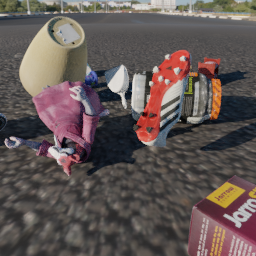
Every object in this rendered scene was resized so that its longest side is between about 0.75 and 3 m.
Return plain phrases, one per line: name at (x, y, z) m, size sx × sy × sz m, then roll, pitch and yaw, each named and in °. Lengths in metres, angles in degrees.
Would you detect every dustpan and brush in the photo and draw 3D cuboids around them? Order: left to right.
dustpan and brush at (-0.277, -1.346, 9.562) m, size 0.976 × 1.398 × 0.400 m, roll -10°, pitch -3°, yaw 43°

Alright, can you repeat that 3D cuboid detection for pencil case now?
pencil case at (-2.170, -2.003, 11.853) m, size 1.751 × 0.683 × 0.761 m, roll -13°, pitch 51°, yaw -28°

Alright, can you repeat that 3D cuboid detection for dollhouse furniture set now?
dollhouse furniture set at (2.962, -2.757, 13.158) m, size 2.411 × 0.981 × 1.298 m, roll 10°, pitch 27°, yaw 21°

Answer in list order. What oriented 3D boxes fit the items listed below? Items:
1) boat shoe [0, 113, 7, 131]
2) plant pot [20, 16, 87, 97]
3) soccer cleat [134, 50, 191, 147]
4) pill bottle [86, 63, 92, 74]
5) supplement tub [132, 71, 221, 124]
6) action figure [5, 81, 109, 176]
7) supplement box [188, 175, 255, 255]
boat shoe at (-3.924, 0.123, 7.262) m, size 0.620 × 0.671 × 1.816 m, roll 16°, pitch 29°, yaw 38°
plant pot at (-2.262, -2.368, 9.259) m, size 2.324 × 2.324 × 2.482 m, roll -15°, pitch -15°, yaw -29°
soccer cleat at (0.868, -0.620, 6.106) m, size 0.758 × 2.208 × 0.941 m, roll 15°, pitch -12°, yaw 42°
pill bottle at (-2.189, -2.936, 13.956) m, size 0.648 × 0.648 × 1.150 m, roll -6°, pitch 26°, yaw -12°
supplement tub at (1.426, -0.923, 8.523) m, size 2.518 × 1.543 × 1.543 m, roll 4°, pitch 25°, yaw 7°
action figure at (-1.497, 0.105, 6.965) m, size 1.988 × 2.210 × 2.968 m, roll -27°, pitch 44°, yaw 8°
supplement box at (2.029, 1.640, 3.664) m, size 1.194 × 0.927 × 2.164 m, roll -21°, pitch 32°, yaw -38°
